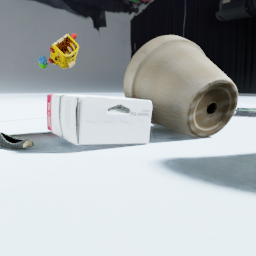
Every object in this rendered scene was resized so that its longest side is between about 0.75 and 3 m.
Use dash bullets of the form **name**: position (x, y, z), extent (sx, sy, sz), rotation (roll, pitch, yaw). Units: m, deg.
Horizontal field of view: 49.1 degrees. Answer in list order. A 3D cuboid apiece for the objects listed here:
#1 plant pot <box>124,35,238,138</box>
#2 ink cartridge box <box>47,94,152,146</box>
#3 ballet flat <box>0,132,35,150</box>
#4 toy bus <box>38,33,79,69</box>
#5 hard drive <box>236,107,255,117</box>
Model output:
- **plant pot**: position (1.717, -1.066, 8.457), extent (2.987, 2.987, 2.592), rotation (-4, 28, -25)
- **ink cartridge box**: position (-0.908, -0.310, 7.635), extent (1.997, 1.147, 2.750), rotation (0, 8, -29)
- **ballet flat**: position (-2.698, 0.311, 6.629), extent (1.180, 0.335, 0.392), rotation (5, 10, 27)
- **toy bus**: position (-1.340, -1.509, 5.917), extent (0.895, 0.490, 0.948), rotation (-44, 3, 22)
- **hard drive**: position (5.901, -0.779, 13.660), extent (1.165, 0.315, 1.667), rotation (4, 9, 23)
